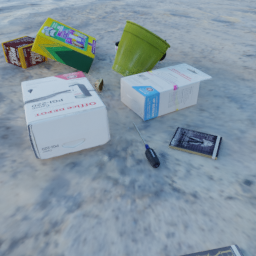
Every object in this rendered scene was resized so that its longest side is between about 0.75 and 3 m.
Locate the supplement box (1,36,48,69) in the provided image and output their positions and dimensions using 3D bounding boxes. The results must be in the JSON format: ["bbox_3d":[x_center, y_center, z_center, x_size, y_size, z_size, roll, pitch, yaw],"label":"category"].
[{"bbox_3d":[-4.917,-3.653,13.398,1.450,0.963,1.430,23,40,29],"label":"supplement box"}]

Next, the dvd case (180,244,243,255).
[{"bbox_3d":[1.544,2.666,4.955,1.409,0.113,1.048,-6,35,-9],"label":"dvd case"}]

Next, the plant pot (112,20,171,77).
[{"bbox_3d":[0.341,-2.865,11.088,1.979,1.905,1.979,29,12,-7],"label":"plant pot"}]

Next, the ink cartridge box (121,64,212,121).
[{"bbox_3d":[1.367,-1.389,10.079,2.871,0.974,1.653,-18,39,-24],"label":"ink cartridge box"}]

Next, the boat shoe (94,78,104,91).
[{"bbox_3d":[-1.180,-1.705,11.165,0.303,0.335,0.940,-5,27,6],"label":"boat shoe"}]

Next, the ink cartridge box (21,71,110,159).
[{"bbox_3d":[-1.992,-0.540,8.530,2.129,1.239,2.923,-14,36,-16],"label":"ink cartridge box"}]

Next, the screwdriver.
[{"bbox_3d":[0.498,0.384,8.089,0.305,0.292,2.095,-29,38,8],"label":"screwdriver"}]

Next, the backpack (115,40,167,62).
[{"bbox_3d":[0.492,-3.418,12.707,2.171,1.374,1.812,-14,25,-19],"label":"backpack"}]

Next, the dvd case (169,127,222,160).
[{"bbox_3d":[1.999,0.418,8.227,1.382,0.110,1.028,13,37,19],"label":"dvd case"}]

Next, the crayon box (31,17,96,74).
[{"bbox_3d":[-2.841,-3.904,13.032,2.547,0.861,2.953,19,31,-16],"label":"crayon box"}]
